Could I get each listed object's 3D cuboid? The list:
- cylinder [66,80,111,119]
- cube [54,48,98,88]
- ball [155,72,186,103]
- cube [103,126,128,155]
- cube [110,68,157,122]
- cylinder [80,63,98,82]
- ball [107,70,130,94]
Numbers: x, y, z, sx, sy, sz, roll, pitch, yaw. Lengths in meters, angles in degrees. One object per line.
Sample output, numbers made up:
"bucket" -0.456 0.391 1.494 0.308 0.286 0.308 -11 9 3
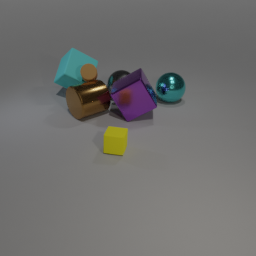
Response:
"cylinder" -1.679 -1.218 11.802 1.400 1.400 1.400 -21 35 -33
"cube" -2.478 -2.672 13.337 1.400 1.400 1.400 23 -21 -29
"ball" 1.982 -1.885 13.062 1.400 1.400 1.400 0 29 0
"cube" -0.415 0.427 9.514 0.700 0.700 0.700 7 27 8
"cube" 0.261 -1.385 11.618 1.400 1.400 1.400 -26 25 16
"cylinder" -1.677 -2.366 12.108 0.700 0.700 0.700 -2 0 -4
"ball" -0.304 -2.045 13.319 1.400 1.400 1.400 0 29 0
